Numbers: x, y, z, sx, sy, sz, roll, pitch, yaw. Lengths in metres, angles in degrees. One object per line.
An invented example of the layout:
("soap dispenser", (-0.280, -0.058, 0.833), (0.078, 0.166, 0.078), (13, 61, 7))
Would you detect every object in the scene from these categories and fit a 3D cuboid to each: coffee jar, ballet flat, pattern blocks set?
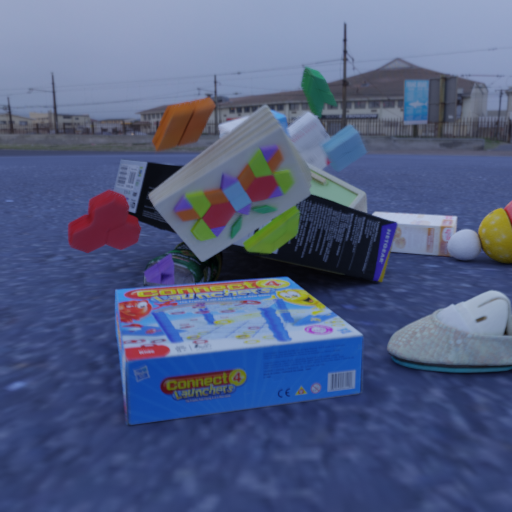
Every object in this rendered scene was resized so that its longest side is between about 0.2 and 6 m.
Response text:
("coffee jar", (-0.882, 0.180, 7.168), (0.693, 0.567, 1.329), (12, 15, 9))
("ballet flat", (2.336, 0.615, 4.955), (2.326, 0.725, 0.785), (1, 13, 5))
("pattern blocks set", (-0.191, -0.547, 4.799), (2.052, 2.335, 0.189), (31, 23, -51))

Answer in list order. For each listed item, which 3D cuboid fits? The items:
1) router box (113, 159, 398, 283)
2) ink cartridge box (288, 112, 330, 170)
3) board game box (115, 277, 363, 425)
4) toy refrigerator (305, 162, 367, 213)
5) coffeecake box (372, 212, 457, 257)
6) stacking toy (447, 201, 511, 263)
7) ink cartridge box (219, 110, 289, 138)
("router box", (-0.199, -0.581, 8.183), (2.743, 0.911, 3.489), (12, 4, -35))
("ink cartridge box", (0.990, -2.047, 10.271), (0.686, 0.944, 0.394), (-38, 31, 5))
("board game box", (-0.279, 0.714, 4.963), (1.843, 0.515, 1.805), (-4, 14, -16))
("toy refrigerator", (0.860, -1.113, 9.819), (2.066, 0.723, 0.784), (33, 72, 27))
("coffeecake box", (2.727, -0.405, 9.875), (1.481, 0.541, 1.137), (5, 14, 21))
("stacking toy", (3.986, -0.349, 8.653), (2.001, 1.462, 1.462), (-14, 10, 13))
("ink cartridge box", (-0.079, -1.871, 9.186), (1.095, 0.704, 0.686), (-19, 29, -14))
